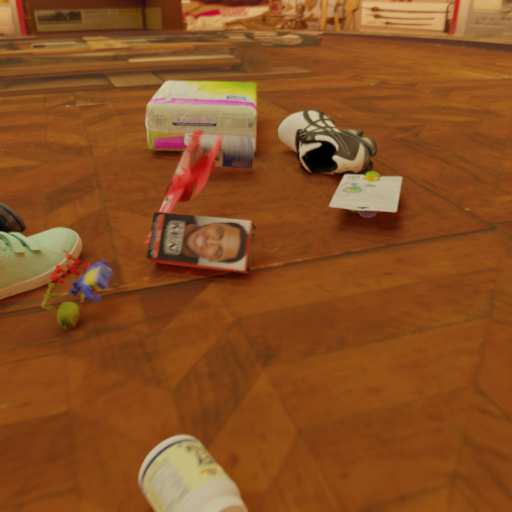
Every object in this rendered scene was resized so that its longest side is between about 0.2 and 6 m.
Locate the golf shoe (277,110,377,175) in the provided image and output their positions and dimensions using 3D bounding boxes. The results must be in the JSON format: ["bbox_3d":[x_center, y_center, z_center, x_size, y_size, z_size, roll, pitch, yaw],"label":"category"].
[{"bbox_3d":[1.551,-3.108,15.334,1.670,1.375,3.536,-21,33,-34],"label":"golf shoe"}]

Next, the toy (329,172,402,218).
[{"bbox_3d":[2.530,-1.280,12.720,1.388,0.569,2.410,5,29,15],"label":"toy"}]

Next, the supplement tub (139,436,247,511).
[{"bbox_3d":[-0.630,2.389,5.591,0.749,0.749,1.033,-19,34,-32],"label":"supplement tub"}]

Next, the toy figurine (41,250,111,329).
[{"bbox_3d":[-2.705,0.397,8.905,0.835,0.736,1.394,-22,36,19],"label":"toy figurine"}]

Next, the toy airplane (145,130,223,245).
[{"bbox_3d":[-1.342,-1.524,11.056,0.520,2.827,2.827,25,24,-15],"label":"toy airplane"}]

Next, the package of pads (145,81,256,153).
[{"bbox_3d":[-1.647,-4.469,17.779,3.334,1.472,4.315,1,27,0],"label":"package of pads"}]

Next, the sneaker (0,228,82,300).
[{"bbox_3d":[-4.339,-0.316,9.535,1.145,1.835,3.111,16,31,30],"label":"sneaker"}]

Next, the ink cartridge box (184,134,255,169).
[{"bbox_3d":[-0.971,-2.753,14.735,1.802,0.847,0.398,3,62,-5],"label":"ink cartridge box"}]

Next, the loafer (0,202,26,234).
[{"bbox_3d":[-5.640,-0.712,11.604,2.303,0.828,0.725,16,51,37],"label":"loafer"}]

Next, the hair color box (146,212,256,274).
[{"bbox_3d":[-0.995,-0.245,10.250,1.849,0.938,0.566,6,-7,11],"label":"hair color box"}]
